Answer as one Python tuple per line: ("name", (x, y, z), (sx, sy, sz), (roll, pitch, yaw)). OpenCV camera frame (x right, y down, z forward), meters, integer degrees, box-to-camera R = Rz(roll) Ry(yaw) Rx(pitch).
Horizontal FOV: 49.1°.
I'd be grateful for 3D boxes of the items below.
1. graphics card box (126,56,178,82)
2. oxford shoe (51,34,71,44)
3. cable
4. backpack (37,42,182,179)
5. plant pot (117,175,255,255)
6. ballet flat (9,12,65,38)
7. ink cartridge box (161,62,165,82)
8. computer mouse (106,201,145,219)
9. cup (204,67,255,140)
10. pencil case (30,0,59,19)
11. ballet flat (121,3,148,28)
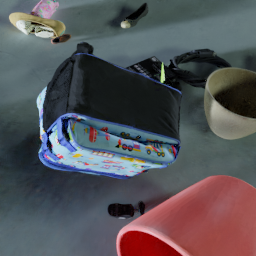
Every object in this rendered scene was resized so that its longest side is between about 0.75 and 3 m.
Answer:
("graphics card box", (0.378, -1.489, 9.148), (2.144, 0.545, 1.345), (-28, 55, -20))
("oxford shoe", (-2.577, -3.444, 10.870), (0.800, 0.285, 0.290), (-24, 20, -8))
("cable", (2.420, -1.983, 9.627), (2.196, 0.558, 1.792), (-8, 56, -13))
("backpack", (-0.524, 0.000, 4.763), (2.153, 2.358, 1.587), (16, 65, -30))
("plant pot", (1.432, 2.176, 5.061), (2.244, 2.536, 2.536), (-30, 56, -35))
("ballet flat", (-3.713, -4.034, 11.109), (2.395, 0.822, 0.755), (10, 63, 9))
("ink cartridge box", (0.564, -0.587, 7.509), (0.730, 1.927, 1.424), (1, 51, 1))
("computer mouse", (-0.031, 2.054, 6.483), (0.922, 0.212, 0.648), (-3, 53, -10))
("cup", (2.944, -0.499, 7.723), (1.976, 1.413, 1.976), (3, 50, -4))
("pencil case", (-3.556, -4.936, 11.872), (0.740, 0.740, 1.692), (11, 49, 9))
("ballet flat", (0.258, -4.740, 11.836), (0.604, 0.516, 1.816), (26, 55, 20))
